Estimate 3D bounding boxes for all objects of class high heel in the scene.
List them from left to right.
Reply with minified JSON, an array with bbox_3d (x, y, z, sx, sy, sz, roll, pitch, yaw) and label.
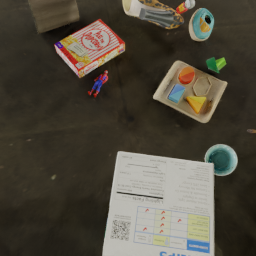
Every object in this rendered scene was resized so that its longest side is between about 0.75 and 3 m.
[{"bbox_3d":[0.928,-4.752,11.108,1.953,0.978,2.739,0,43,-29],"label":"high heel"}]

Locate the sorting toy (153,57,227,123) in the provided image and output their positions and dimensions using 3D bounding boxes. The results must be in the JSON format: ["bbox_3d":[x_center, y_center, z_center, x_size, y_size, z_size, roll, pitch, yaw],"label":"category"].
[{"bbox_3d":[2.310,-1.641,9.531,1.985,0.395,2.685,27,66,13],"label":"sorting toy"}]

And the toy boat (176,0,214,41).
[{"bbox_3d":[2.524,-3.981,10.192,1.637,0.761,1.376,33,67,-26],"label":"toy boat"}]

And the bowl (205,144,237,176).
[{"bbox_3d":[2.670,0.919,8.088,0.879,0.460,0.879,-2,84,14],"label":"bowl"}]

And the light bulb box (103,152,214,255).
[{"bbox_3d":[0.750,2.096,6.960,2.431,1.530,2.452,7,64,3],"label":"light bulb box"}]

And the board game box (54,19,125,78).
[{"bbox_3d":[-1.365,-2.911,10.140,2.023,0.468,1.533,-36,68,-17],"label":"board game box"}]

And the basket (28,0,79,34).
[{"bbox_3d":[-2.770,-4.386,10.592,1.641,1.116,1.480,-18,60,-13],"label":"basket"}]

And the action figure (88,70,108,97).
[{"bbox_3d":[-0.968,-1.561,9.583,0.354,0.279,1.081,20,62,16],"label":"action figure"}]

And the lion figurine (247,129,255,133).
[{"bbox_3d":[4.924,-0.170,8.187,1.457,0.862,2.379,-31,22,-35],"label":"lion figurine"}]
